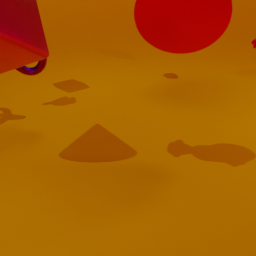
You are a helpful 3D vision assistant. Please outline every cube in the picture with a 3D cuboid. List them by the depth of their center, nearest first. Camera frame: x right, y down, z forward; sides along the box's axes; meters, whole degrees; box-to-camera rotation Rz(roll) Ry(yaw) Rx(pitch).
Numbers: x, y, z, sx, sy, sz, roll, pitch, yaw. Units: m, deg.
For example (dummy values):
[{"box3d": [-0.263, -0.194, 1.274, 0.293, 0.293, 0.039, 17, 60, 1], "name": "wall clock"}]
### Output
[{"box3d": [-1.943, -1.389, 3.224, 1.330, 1.330, 1.330, -14, -1, 13], "name": "cube"}]

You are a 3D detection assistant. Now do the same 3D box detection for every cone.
[{"box3d": [1.011, -2.526, 5.112, 1.612, 1.612, 1.618, 5, 58, 8], "name": "cone"}]

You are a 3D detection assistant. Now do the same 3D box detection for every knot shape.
[{"box3d": [-2.803, -1.799, 6.889, 1.261, 1.348, 0.623, -41, 4, -22], "name": "knot shape"}]

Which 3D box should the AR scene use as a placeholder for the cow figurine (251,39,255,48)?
[{"box3d": [3.103, -1.543, 5.010, 1.418, 1.441, 0.791, -29, 17, 30], "name": "cow figurine"}]
